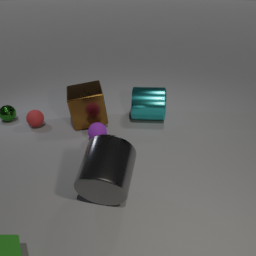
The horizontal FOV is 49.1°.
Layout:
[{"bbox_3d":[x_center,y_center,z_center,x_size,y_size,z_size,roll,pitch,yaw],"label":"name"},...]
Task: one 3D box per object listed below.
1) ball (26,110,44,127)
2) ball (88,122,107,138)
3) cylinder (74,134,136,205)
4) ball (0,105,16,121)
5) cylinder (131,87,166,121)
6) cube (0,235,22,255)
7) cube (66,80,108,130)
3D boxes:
[{"bbox_3d":[-3.778,-0.398,11.402,0.700,0.700,0.700,0,28,0],"label":"ball"},{"bbox_3d":[-1.131,0.145,10.388,0.700,0.700,0.700,0,28,0],"label":"ball"},{"bbox_3d":[-0.574,1.125,7.491,1.400,1.400,1.400,6,51,10],"label":"cylinder"},{"bbox_3d":[-5.111,-0.626,11.884,0.700,0.700,0.700,0,28,0],"label":"ball"},{"bbox_3d":[0.881,-1.035,11.911,1.400,1.400,1.400,2,28,4],"label":"cylinder"},{"bbox_3d":[-2.581,2.626,5.550,0.700,0.700,0.700,13,17,-31],"label":"cube"},{"bbox_3d":[-1.670,-0.947,11.484,1.400,1.400,1.400,-12,34,-5],"label":"cube"}]
